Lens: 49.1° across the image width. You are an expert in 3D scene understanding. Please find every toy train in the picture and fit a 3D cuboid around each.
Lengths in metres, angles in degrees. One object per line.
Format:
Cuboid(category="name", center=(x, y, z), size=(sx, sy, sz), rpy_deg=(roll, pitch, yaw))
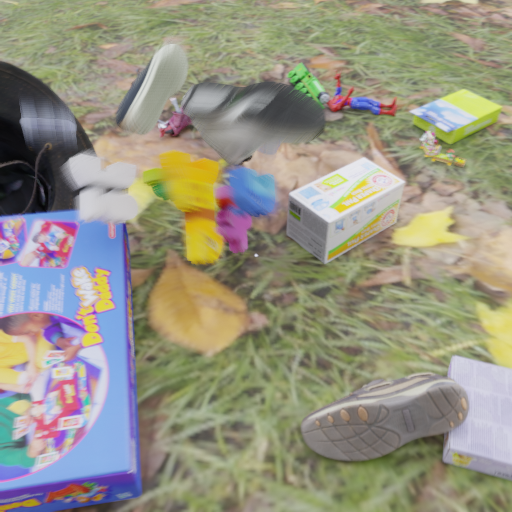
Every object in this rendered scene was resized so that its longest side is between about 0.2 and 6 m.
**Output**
Cuboid(category="toy train", center=(1.334, -4.256, 14.151), size=(0.582, 0.431, 2.065), rpy_deg=(-39, 42, 16))

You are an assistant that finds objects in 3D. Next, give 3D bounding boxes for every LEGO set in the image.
Cuboid(category="LEGO set", center=(4.026, -2.373, 12.240), size=(0.566, 0.458, 1.230), rpy_deg=(-19, 46, -20))
Cuboid(category="LEGO set", center=(-0.833, -0.570, 8.402), size=(1.374, 1.478, 3.602), rpy_deg=(-9, -9, 39))

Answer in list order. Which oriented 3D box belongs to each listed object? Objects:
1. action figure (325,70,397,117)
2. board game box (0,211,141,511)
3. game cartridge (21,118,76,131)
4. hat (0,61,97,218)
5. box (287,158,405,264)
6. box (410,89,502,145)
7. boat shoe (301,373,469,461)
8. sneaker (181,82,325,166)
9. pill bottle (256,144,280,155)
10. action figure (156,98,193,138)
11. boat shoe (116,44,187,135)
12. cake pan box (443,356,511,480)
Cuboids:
Cuboid(category="action figure", center=(2.484, -3.945, 13.652), size=(1.878, 0.929, 0.613), rpy_deg=(4, 42, 8))
Cuboid(category="board game box", center=(-3.114, 1.223, 7.578), size=(2.815, 0.937, 4.186), rpy_deg=(-6, 51, -8))
Cuboid(category="game cartridge", center=(-3.088, -1.960, 8.375), size=(0.711, 0.144, 0.474), rpy_deg=(2, 2, -9))
Cuboid(category="hat", center=(-4.514, -1.336, 9.749), size=(3.879, 3.879, 1.565), rpy_deg=(-9, 5, -9))
Cuboid(category="box", center=(1.630, -0.864, 10.229), size=(1.919, 0.973, 1.080), rpy_deg=(-29, 50, -27))
Cuboid(category="box", center=(4.669, -3.284, 13.212), size=(1.958, 0.467, 1.194), rpy_deg=(-27, 49, -26))
Cuboid(category="boat shoe", center=(1.640, 2.068, 7.320), size=(2.141, 0.798, 0.785), rpy_deg=(-12, 8, 3))
Cuboid(category="sneaker", center=(0.068, -2.036, 9.005), size=(2.362, 1.359, 0.891), rpy_deg=(15, 71, 22))
Cuboid(category="pill bottle", center=(0.308, -2.449, 10.566), size=(0.552, 0.984, 0.552), rpy_deg=(17, 38, -14))
Cuboid(category="action figure", center=(-1.743, -3.129, 13.072), size=(1.055, 0.949, 1.417), rpy_deg=(47, 63, -12))
Cuboid(category="boat shoe", center=(-1.735, -2.796, 9.307), size=(0.602, 0.721, 1.933), rpy_deg=(5, 59, 33))
Cuboid(category="cake pan box", center=(3.278, 2.139, 7.423), size=(1.464, 0.416, 1.590), rpy_deg=(12, 44, 10))
